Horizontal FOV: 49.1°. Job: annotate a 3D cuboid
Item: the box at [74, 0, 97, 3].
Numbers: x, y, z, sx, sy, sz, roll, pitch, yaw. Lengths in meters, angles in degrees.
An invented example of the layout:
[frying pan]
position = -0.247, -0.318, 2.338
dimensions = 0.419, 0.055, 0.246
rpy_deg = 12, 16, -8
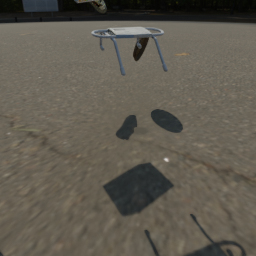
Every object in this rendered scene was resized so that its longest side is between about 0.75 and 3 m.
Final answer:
[box]
position = -1.258, -4.540, 8.900
dimensions = 0.662, 0.735, 1.307
rpy_deg = 46, 46, 12

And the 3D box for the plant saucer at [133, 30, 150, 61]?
[plant saucer]
position = 0.502, -3.192, 10.806
dimensions = 0.186, 1.263, 1.263
rpy_deg = 25, 31, 8

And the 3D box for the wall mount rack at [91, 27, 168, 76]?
[wall mount rack]
position = 0.105, -1.817, 6.339
dimensions = 1.767, 0.659, 1.535
rpy_deg = -10, 37, -21

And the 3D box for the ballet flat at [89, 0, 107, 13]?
[ballet flat]
position = -1.222, -5.065, 11.316
dimensions = 0.436, 0.461, 1.369
rpy_deg = 15, -2, 38
